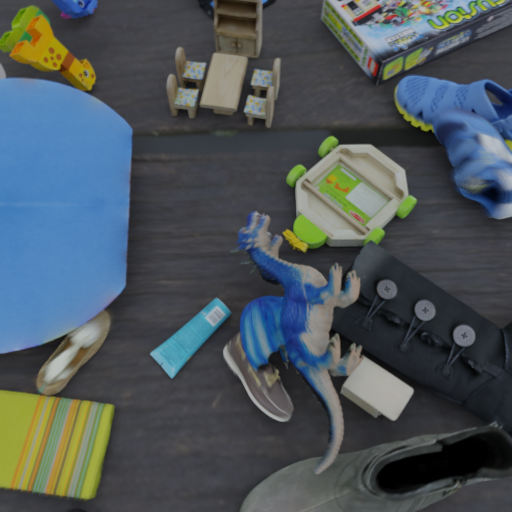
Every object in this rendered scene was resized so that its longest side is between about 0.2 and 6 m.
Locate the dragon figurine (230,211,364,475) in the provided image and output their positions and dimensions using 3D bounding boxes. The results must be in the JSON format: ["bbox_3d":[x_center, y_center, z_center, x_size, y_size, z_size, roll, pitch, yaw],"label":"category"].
[{"bbox_3d":[0.530,1.160,8.482,1.891,1.120,3.804,-9,76,33],"label":"dragon figurine"}]

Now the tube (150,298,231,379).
[{"bbox_3d":[-1.028,1.292,9.104,1.411,0.356,0.547,-43,66,-13],"label":"tube"}]

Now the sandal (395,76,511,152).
[{"bbox_3d":[4.087,-2.880,10.541,2.918,1.270,1.160,18,69,11],"label":"sandal"}]

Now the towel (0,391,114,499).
[{"bbox_3d":[-3.828,2.737,8.471,3.204,0.289,1.379,7,60,4],"label":"towel"}]

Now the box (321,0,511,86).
[{"bbox_3d":[3.679,-5.326,11.991,3.991,0.693,2.197,-27,68,-12],"label":"box"}]

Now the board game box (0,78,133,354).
[{"bbox_3d":[-4.149,-0.712,9.740,3.961,0.976,5.014,-1,70,-5],"label":"board game box"}]

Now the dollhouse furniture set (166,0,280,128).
[{"bbox_3d":[-0.531,-3.896,10.862,2.004,1.519,2.286,9,65,4],"label":"dollhouse furniture set"}]

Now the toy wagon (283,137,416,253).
[{"bbox_3d":[1.484,-0.954,10.041,2.015,0.514,2.597,42,72,18],"label":"toy wagon"}]

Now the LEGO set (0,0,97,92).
[{"bbox_3d":[-3.947,-4.198,11.220,1.440,1.550,3.776,7,66,38],"label":"LEGO set"}]

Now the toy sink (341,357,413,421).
[{"bbox_3d":[1.848,2.092,8.612,0.913,0.511,0.595,32,69,19],"label":"toy sink"}]

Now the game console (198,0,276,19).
[{"bbox_3d":[-0.510,-5.937,12.214,1.508,1.326,0.878,-37,42,-16],"label":"game console"}]

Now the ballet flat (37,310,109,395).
[{"bbox_3d":[-2.867,1.493,8.868,0.559,0.518,1.586,30,69,0],"label":"ballet flat"}]

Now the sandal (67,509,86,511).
[{"bbox_3d":[-2.539,4.695,7.352,0.936,0.562,2.493,5,65,3],"label":"sandal"}]

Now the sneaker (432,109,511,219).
[{"bbox_3d":[3.951,-1.641,9.971,0.969,0.872,2.357,-34,76,-24],"label":"sneaker"}]

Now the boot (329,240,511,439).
[{"bbox_3d":[3.191,0.821,8.944,3.575,1.173,2.946,29,66,18],"label":"boot"}]

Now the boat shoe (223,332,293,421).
[{"bbox_3d":[0.082,1.846,8.646,0.540,0.448,1.504,-9,51,-49],"label":"boat shoe"}]

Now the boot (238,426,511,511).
[{"bbox_3d":[1.364,2.929,7.224,3.490,2.280,1.182,-15,64,-7],"label":"boot"}]
